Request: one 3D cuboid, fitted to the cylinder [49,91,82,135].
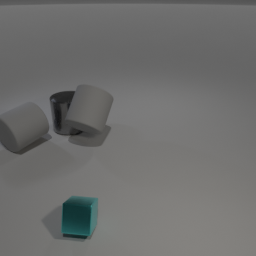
[{"bbox_3d":[-2.402,-0.641,11.405,1.400,1.400,1.400,0,26,0],"label":"cylinder"}]

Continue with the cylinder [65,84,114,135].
[{"bbox_3d":[-1.378,-0.645,10.071,1.400,1.400,1.400,16,-13,4],"label":"cylinder"}]

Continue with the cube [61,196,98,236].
[{"bbox_3d":[-1.141,2.078,6.713,0.700,0.700,0.700,3,2,6],"label":"cube"}]

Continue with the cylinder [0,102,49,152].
[{"bbox_3d":[-3.860,-0.057,10.163,1.400,1.400,1.400,19,39,32],"label":"cylinder"}]
